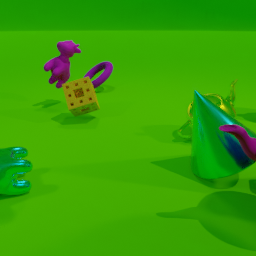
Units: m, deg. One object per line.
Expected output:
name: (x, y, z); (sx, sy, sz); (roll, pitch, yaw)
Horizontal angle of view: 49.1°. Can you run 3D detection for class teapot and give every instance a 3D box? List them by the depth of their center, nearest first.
teapot: (2.078, 0.090, 3.057); (2.066, 1.012, 1.285); (-7, 44, 14)
teapot: (1.830, -0.352, 6.214); (1.772, 0.868, 1.102); (-39, 33, -3)

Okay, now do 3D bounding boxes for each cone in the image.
cone: (1.389, -0.069, 4.695); (1.301, 1.306, 1.301); (-28, 17, 9)

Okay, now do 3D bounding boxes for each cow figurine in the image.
cow figurine: (-2.083, 0.700, 4.155); (1.240, 0.691, 1.260); (0, 19, -27)
cow figurine: (-1.956, -1.985, 8.541); (0.701, 1.277, 1.257); (31, 63, 15)

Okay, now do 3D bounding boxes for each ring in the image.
ring: (-1.204, -2.024, 10.834); (1.486, 0.297, 1.486); (-27, 35, 21)

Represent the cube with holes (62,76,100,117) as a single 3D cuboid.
cube with holes: (-1.227, -0.810, 7.407); (0.714, 0.714, 0.714); (-17, -13, -1)
